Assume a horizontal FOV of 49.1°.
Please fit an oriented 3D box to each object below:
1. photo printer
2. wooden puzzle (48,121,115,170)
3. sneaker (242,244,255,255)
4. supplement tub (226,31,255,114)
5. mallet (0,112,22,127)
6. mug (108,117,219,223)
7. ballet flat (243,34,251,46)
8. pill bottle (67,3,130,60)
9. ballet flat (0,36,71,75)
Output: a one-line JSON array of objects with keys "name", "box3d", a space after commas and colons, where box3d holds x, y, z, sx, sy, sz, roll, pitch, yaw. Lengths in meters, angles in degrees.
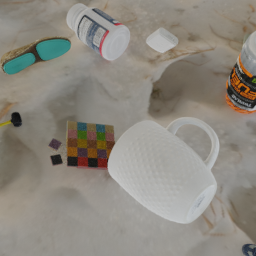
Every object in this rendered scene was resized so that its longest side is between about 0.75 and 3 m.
[{"name": "photo printer", "box3d": [1.316, -3.471, 11.221, 0.947, 1.138, 0.395, 27, 75, -23]}, {"name": "wooden puzzle", "box3d": [-1.220, 0.567, 9.149, 2.717, 0.191, 1.611, 6, 58, -21]}, {"name": "sneaker", "box3d": [3.866, 3.548, 7.744, 1.304, 0.535, 0.457, 19, 62, 11]}, {"name": "supplement tub", "box3d": [4.379, -1.759, 9.454, 1.704, 2.781, 1.704, 0, 60, 0]}, {"name": "mallet", "box3d": [-4.587, -0.164, 10.011, 1.563, 0.322, 0.515, -14, 62, -3]}, {"name": "mug", "box3d": [1.256, 0.999, 7.773, 2.525, 2.126, 2.880, 37, 90, 35]}, {"name": "ballet flat", "box3d": [5.038, -2.880, 11.250, 0.741, 0.784, 2.327, -16, 62, -4]}, {"name": "pill bottle", "box3d": [-1.275, -4.021, 11.481, 2.488, 1.488, 1.488, 40, 68, 20]}, {"name": "ballet flat", "box3d": [-3.768, -3.110, 11.286, 2.936, 1.035, 0.958, -26, 51, -17]}]
